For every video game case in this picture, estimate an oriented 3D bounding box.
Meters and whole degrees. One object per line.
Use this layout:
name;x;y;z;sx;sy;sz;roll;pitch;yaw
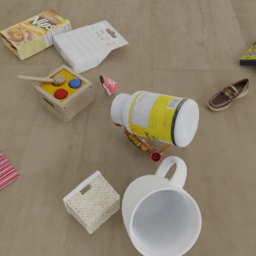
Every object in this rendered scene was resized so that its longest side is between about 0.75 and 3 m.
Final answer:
video game case;6.115;-3.187;11.429;2.306;0.294;2.084;14;49;45

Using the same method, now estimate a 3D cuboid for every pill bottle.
pill bottle;0.682;-0.333;7.702;2.253;1.262;1.262;15;53;33

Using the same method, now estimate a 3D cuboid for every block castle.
block castle;0.618;-0.005;8.768;1.995;0.936;1.333;45;103;8

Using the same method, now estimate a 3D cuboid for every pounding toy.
pounding toy;-2.545;-1.409;10.102;1.898;1.349;1.747;35;61;20

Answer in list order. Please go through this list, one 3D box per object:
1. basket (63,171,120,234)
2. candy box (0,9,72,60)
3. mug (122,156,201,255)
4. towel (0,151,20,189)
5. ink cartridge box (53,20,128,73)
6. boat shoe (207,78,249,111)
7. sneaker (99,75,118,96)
basket;-0.956;2.089;7.720;1.231;1.242;0.999;-37;68;-23
candy box;-4.052;-4.235;12.531;2.694;0.745;1.555;-37;61;-22
mug;0.797;1.785;7.138;1.686;2.002;2.284;26;90;-11
towel;-4.239;1.349;8.883;1.024;0.159;1.416;-37;64;-26
ink cartridge box;-1.610;-3.601;12.213;2.620;0.656;2.109;-25;58;-21
boat shoe;3.788;-1.311;10.462;1.929;0.694;0.696;-26;58;-17
sneaker;-0.686;-1.647;10.307;0.518;1.194;0.440;-20;68;4
